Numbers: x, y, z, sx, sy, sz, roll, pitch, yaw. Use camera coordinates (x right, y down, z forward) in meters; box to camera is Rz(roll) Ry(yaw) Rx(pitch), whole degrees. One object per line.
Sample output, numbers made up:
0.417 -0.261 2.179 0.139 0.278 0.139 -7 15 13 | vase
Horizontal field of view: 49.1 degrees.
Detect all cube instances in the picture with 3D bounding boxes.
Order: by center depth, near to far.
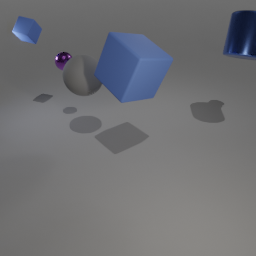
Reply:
0.133 -1.740 8.016 1.400 1.400 1.400 -14 51 -44 | cube
-3.930 -3.825 10.962 0.700 0.700 0.700 17 -8 12 | cube

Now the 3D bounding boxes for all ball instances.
-1.515 -1.793 9.568 1.400 1.400 1.400 0 30 0 | ball
-2.417 -2.529 10.624 0.700 0.700 0.700 0 30 0 | ball

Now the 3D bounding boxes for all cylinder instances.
4.084 -3.104 9.515 1.400 1.400 1.400 9 13 -2 | cylinder
